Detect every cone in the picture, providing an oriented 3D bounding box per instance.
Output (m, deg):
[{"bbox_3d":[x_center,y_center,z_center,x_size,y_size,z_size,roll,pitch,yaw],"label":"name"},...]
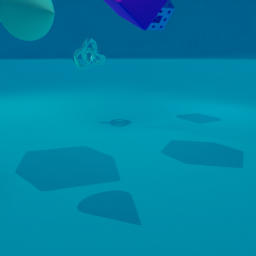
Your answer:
[{"bbox_3d":[-1.282,-1.682,4.064,0.891,0.891,0.894,-13,27,-39],"label":"cone"}]

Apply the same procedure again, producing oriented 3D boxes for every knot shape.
[{"bbox_3d":[-1.246,-2.422,9.034,1.056,0.989,0.488,-7,35,-19],"label":"knot shape"}]

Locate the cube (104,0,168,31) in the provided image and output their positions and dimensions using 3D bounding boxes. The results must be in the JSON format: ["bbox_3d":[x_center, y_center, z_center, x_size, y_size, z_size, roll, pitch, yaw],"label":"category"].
[{"bbox_3d":[0.121,-3.220,6.474,1.160,1.160,1.160,44,12,35],"label":"cube"}]

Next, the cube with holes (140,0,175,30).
[{"bbox_3d":[0.855,-4.126,9.765,0.956,0.956,0.956,-8,-26,-25],"label":"cube with holes"}]
